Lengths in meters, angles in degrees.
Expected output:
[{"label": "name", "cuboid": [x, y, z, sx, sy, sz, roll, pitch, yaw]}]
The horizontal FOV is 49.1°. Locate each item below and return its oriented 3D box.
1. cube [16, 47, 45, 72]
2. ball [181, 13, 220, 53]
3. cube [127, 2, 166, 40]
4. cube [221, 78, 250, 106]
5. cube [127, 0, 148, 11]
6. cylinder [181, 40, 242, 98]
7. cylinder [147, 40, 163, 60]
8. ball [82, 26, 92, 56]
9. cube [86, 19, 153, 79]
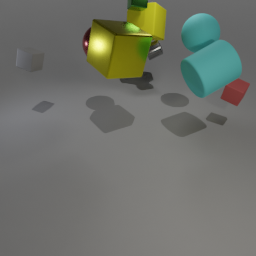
[{"label": "cube", "cuboid": [-3.690, -2.590, 10.588, 0.700, 0.700, 0.700, 22, 25, 13]}, {"label": "ball", "cuboid": [2.680, -3.484, 10.361, 1.400, 1.400, 1.400, 0, 33, 0]}, {"label": "cube", "cuboid": [0.853, -4.884, 13.006, 1.400, 1.400, 1.400, 9, 11, 26]}, {"label": "cube", "cuboid": [4.050, -1.394, 10.598, 0.700, 0.700, 0.700, 31, 54, 21]}, {"label": "cube", "cuboid": [0.404, -5.363, 11.747, 0.700, 0.700, 0.700, 1, 11, -16]}, {"label": "cylinder", "cuboid": [2.662, -1.904, 9.085, 1.400, 1.400, 1.400, -30, 38, -5]}, {"label": "cylinder", "cuboid": [1.164, -3.579, 12.876, 0.700, 0.700, 0.700, -24, 33, 6]}, {"label": "ball", "cuboid": [-0.993, -3.122, 10.410, 1.400, 1.400, 1.400, 0, 33, 0]}, {"label": "cube", "cuboid": [-0.313, -2.515, 8.922, 1.400, 1.400, 1.400, -11, 40, -35]}]
